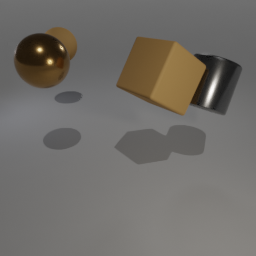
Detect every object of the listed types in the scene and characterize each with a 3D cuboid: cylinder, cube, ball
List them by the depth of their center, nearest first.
[{"bbox_3d":[0.833,-1.322,7.149,1.400,1.400,1.400,20,5,-43],"label":"cube"},{"bbox_3d":[-2.217,-1.729,7.277,1.400,1.400,1.400,0,29,0],"label":"ball"},{"bbox_3d":[2.300,-1.220,7.939,1.400,1.400,1.400,18,8,-2],"label":"cylinder"},{"bbox_3d":[-2.738,-3.293,11.188,1.400,1.400,1.400,0,29,0],"label":"ball"}]
